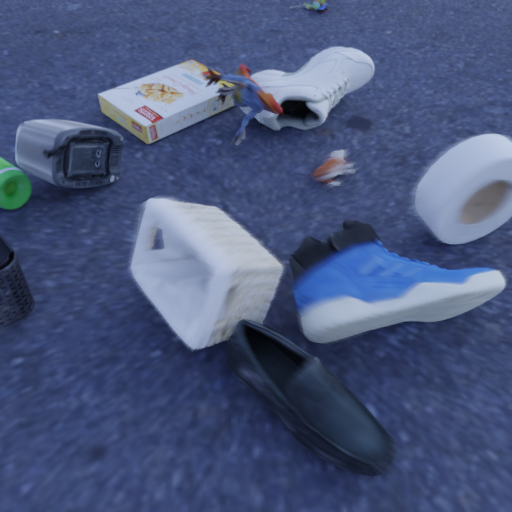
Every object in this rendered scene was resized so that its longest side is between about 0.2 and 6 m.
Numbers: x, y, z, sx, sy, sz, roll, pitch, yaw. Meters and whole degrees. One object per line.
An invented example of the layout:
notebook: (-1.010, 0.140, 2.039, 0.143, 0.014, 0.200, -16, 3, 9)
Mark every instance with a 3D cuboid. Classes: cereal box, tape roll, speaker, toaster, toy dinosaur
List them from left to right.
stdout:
speaker: (-4.752, -1.456, 9.838, 1.780, 0.787, 0.787, 29, 50, 27)
toaster: (-3.299, -1.796, 9.737, 1.195, 1.051, 1.850, 19, 21, 26)
cereal box: (-1.834, -3.396, 12.083, 2.537, 0.501, 1.825, -33, 52, -30)
toy dinosaur: (-0.113, -3.177, 10.620, 1.875, 1.085, 2.066, 19, 62, 32)
tape roll: (3.339, -0.990, 8.597, 1.732, 1.732, 0.606, -14, 51, -15)

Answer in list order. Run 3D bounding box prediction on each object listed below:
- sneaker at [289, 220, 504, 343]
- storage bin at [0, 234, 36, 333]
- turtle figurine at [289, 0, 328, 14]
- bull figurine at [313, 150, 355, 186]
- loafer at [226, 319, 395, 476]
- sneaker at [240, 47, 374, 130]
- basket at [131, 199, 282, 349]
sneaker: (1.856, 0.132, 7.680, 2.830, 1.086, 1.574, -11, 65, -5)
storage bin: (-4.375, 0.530, 7.508, 2.239, 1.050, 1.514, -31, 51, -28)
turtle figurine: (1.718, -7.664, 16.467, 1.097, 0.789, 1.063, 22, 43, 17)
bull figurine: (1.461, -1.623, 10.320, 0.580, 0.311, 0.956, 23, 48, 29)
loafer: (0.566, 1.587, 6.483, 2.355, 0.827, 0.800, 35, 54, 26)
sneaker: (1.273, -3.297, 11.689, 3.065, 1.194, 1.523, -24, 54, -12)
basket: (-0.691, 0.165, 7.518, 1.151, 1.265, 1.866, -4, 34, -41)
